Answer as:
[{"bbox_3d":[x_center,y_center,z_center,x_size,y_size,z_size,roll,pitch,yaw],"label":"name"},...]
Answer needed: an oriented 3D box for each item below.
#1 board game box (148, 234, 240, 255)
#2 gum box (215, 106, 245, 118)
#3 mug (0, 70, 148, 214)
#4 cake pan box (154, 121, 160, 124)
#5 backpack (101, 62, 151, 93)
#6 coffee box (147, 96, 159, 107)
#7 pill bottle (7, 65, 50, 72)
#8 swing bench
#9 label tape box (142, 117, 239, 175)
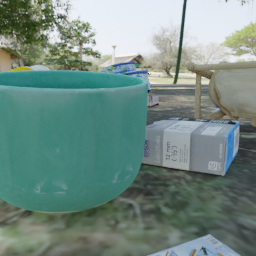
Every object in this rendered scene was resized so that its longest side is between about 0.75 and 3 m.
[{"bbox_3d":[0.557,1.096,1.968,0.763,0.157,0.765,-5,12,-26],"label":"board game box"},{"bbox_3d":[4.636,-0.741,10.842,1.958,0.436,1.664,-10,15,-42],"label":"gum box"},{"bbox_3d":[-0.950,0.083,3.496,2.360,1.459,1.939,9,18,25],"label":"mug"},{"bbox_3d":[1.359,-0.062,7.787,0.920,0.261,0.999,13,17,42],"label":"cake pan box"},{"bbox_3d":[-0.194,-2.275,13.866,2.486,1.827,2.275,-9,3,-9],"label":"backpack"},{"bbox_3d":[0.920,-1.308,13.633,0.687,0.485,1.216,4,11,34],"label":"coffee box"},{"bbox_3d":[-3.187,-0.973,8.090,1.412,1.412,2.471,4,26,20],"label":"pill bottle"},{"bbox_3d":[3.313,-0.608,6.391,2.887,1.873,2.872,-5,12,-28],"label":"swing bench"},{"bbox_3d":[0.883,0.205,5.244,2.095,0.692,1.501,7,13,27],"label":"label tape box"}]
